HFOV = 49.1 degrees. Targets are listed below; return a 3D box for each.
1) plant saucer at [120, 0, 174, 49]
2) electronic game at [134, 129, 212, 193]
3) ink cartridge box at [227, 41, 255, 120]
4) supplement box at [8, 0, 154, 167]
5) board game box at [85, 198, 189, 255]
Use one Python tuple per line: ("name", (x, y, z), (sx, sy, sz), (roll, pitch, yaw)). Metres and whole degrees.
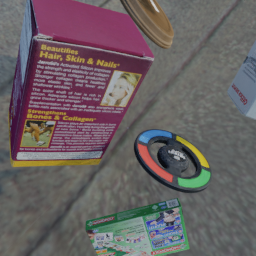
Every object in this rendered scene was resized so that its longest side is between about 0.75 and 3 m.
("plant saucer", (0.484, -2.914, 6.957), (0.310, 2.105, 2.105), (-34, 54, 30))
("electronic game", (0.816, 0.541, 5.038), (1.521, 0.317, 1.521), (18, 34, -13))
("ink cartridge box", (2.544, -1.037, 4.839), (0.700, 1.684, 1.235), (20, 28, -5))
("supplement box", (-1.027, -0.633, 4.856), (1.749, 2.672, 1.379), (4, 46, -29))
("board game box", (0.162, 1.552, 4.055), (1.342, 0.903, 0.195), (-14, 30, 1))
